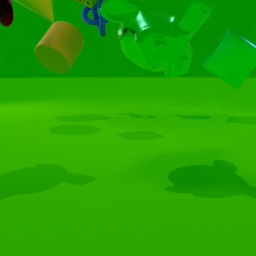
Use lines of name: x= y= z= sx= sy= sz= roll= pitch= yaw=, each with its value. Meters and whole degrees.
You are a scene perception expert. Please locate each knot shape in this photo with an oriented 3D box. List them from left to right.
knot shape: x=-1.224 y=-4.509 z=11.121 sx=1.429 sy=1.527 sz=0.705 roll=35 pitch=41 yaw=25

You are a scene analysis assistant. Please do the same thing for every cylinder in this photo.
cylinder: x=-2.473 y=-2.930 z=10.226 sx=1.342 sy=1.342 sz=1.342 roll=6 pitch=57 yaw=26

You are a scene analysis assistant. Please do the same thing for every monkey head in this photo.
monkey head: x=-2.441 y=-2.670 z=4.667 sx=1.345 sy=1.870 sz=1.127 roll=-36 pitch=23 yaw=22
monkey head: x=0.563 y=-1.540 z=4.436 sx=1.906 sy=1.371 sz=1.149 roll=18 pitch=29 yaw=-39

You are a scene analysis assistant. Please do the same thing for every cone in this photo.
cone: x=-2.637 y=-3.777 z=8.502 sx=1.401 sy=1.406 sz=1.401 roll=-33 pitch=0 yaw=0

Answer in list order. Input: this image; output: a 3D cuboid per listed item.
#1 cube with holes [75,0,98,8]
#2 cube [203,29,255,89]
cube with holes: x=-1.135 y=-3.933 z=7.724 sx=0.718 sy=0.718 sz=0.718 roll=25 pitch=53 yaw=-1
cube: x=3.559 y=-2.336 z=9.461 sx=1.367 sy=1.367 sz=1.367 roll=38 pitch=26 yaw=8
